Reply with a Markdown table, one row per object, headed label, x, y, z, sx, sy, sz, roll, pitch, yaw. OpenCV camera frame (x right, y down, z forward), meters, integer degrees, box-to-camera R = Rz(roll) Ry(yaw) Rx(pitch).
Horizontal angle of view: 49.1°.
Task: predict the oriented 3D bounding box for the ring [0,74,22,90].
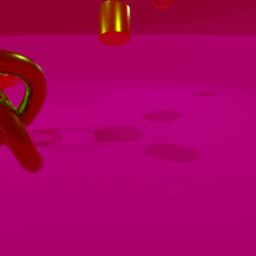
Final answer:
| label | x | y | z | sx | sy | sz | roll | pitch | yaw |
| --- | --- | --- | --- | --- | --- | --- | --- | --- | --- |
| ring | -3.004 | -1.036 | 6.414 | 1.185 | 0.237 | 1.185 | -17 | 6 | 2 |

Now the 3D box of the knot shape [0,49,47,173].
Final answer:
| label | x | y | z | sx | sy | sz | roll | pitch | yaw |
| --- | --- | --- | --- | --- | --- | --- | --- | --- | --- |
| knot shape | -1.079 | -0.046 | 2.338 | 1.143 | 1.070 | 0.528 | -23 | 24 | 28 |

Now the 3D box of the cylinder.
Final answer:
| label | x | y | z | sx | sy | sz | roll | pitch | yaw |
| --- | --- | --- | --- | --- | --- | --- | --- | --- | --- |
| cylinder | -0.383 | -2.837 | 7.665 | 0.892 | 0.892 | 0.892 | -2 | -8 | 0 |

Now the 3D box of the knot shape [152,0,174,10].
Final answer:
| label | x | y | z | sx | sy | sz | roll | pitch | yaw |
| --- | --- | --- | --- | --- | --- | --- | --- | --- | --- |
| knot shape | 1.028 | -4.783 | 10.041 | 1.084 | 0.535 | 1.158 | 11 | 48 | -24 |
